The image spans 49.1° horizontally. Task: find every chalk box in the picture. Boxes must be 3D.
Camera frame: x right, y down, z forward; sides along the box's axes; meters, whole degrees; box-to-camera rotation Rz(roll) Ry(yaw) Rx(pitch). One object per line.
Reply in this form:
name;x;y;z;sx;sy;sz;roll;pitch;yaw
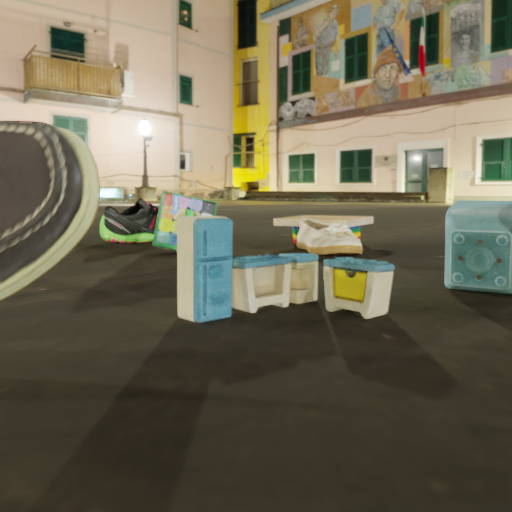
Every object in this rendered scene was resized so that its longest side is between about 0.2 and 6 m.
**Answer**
chalk box;-1.093;-0.501;8.470;0.838;0.843;1.354;12;3;-9

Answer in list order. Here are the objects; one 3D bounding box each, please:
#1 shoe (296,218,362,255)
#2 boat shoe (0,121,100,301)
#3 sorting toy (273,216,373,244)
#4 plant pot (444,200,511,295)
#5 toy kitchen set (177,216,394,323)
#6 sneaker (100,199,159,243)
shoe;1.079;-0.304;8.818;0.659;0.503;1.886;-2;7;-18
boat shoe;-2.156;-0.063;2.822;2.707;0.991;0.877;-19;-9;5
sorting toy;1.255;-0.466;10.321;1.414;0.492;1.405;4;8;30
plant pot;2.166;-0.047;5.235;0.861;0.864;0.880;4;13;32
toy kitchen set;0.229;0.085;4.188;1.295;0.763;1.038;-6;9;-41
sneaker;-2.017;-0.690;10.792;1.982;0.830;0.761;-5;8;-39
